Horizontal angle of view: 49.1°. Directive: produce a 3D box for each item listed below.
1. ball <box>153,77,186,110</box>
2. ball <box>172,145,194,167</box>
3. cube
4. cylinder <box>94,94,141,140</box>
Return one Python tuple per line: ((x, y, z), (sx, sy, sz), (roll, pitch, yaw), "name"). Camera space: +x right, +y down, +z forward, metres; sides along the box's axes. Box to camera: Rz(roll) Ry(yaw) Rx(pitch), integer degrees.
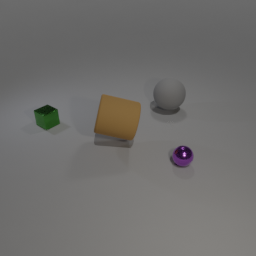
((1.800, -1.488, 12.173), (1.400, 1.400, 1.400), (0, 32, 0), "ball")
((1.832, 0.932, 9.333), (0.700, 0.700, 0.700), (0, 32, 0), "ball")
((-3.326, -0.445, 11.504), (0.700, 0.700, 0.700), (24, 40, 33), "cube")
((-0.389, -0.373, 9.924), (1.400, 1.400, 1.400), (12, 32, -7), "cylinder")
